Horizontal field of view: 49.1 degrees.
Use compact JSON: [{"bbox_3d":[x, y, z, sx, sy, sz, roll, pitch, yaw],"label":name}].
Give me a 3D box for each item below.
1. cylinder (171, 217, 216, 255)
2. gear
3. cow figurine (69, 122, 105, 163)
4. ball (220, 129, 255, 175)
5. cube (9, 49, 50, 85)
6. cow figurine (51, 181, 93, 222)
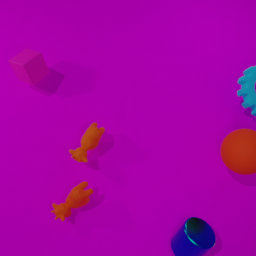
[{"bbox_3d":[1.631,2.841,7.077,0.849,0.849,0.849,15,37,-12],"label":"cylinder"},{"bbox_3d":[4.070,-1.121,8.411,1.588,0.294,1.588,2,80,-13],"label":"gear"},{"bbox_3d":[-1.143,0.439,7.895,0.593,1.062,1.079,32,117,2],"label":"cow figurine"},{"bbox_3d":[3.057,0.620,7.347,1.207,1.207,1.207,0,72,0],"label":"ball"},{"bbox_3d":[-2.960,-1.849,8.430,0.721,0.721,0.721,20,54,30],"label":"cube"},{"bbox_3d":[-1.513,1.979,7.518,1.042,1.059,0.581,-23,63,-38],"label":"cow figurine"}]
